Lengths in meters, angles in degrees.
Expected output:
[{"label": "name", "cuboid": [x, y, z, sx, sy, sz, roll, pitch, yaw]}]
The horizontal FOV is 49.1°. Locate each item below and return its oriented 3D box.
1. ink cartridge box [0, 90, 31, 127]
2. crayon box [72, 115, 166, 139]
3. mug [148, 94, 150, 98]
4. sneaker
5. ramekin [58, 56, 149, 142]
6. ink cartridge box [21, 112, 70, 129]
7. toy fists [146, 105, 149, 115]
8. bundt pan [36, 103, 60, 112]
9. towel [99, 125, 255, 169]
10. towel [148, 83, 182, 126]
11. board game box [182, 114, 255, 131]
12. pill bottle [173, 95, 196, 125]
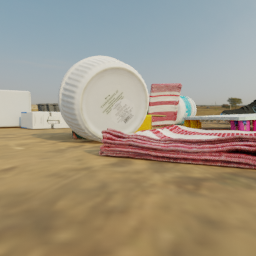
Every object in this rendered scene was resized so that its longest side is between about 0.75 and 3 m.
[{"label": "ink cartridge box", "cuboid": [-4.574, -0.608, 9.285, 2.000, 1.154, 2.737, -2, 3, -34]}, {"label": "crayon box", "cuboid": [-0.192, -0.052, 5.376, 1.670, 0.424, 1.060, -1, 3, -6]}, {"label": "mug", "cuboid": [0.740, -0.761, 13.363, 2.247, 1.499, 1.994, -8, -29, -43]}, {"label": "sneaker", "cuboid": [5.325, -0.736, 11.923, 2.847, 1.166, 1.042, -1, 3, -3]}, {"label": "ramekin", "cuboid": [-0.315, -0.408, 4.189, 1.326, 1.326, 0.696, -1, 12, -27]}, {"label": "ink cartridge box", "cuboid": [-2.456, -0.235, 8.380, 1.190, 0.502, 0.869, -3, 4, -42]}, {"label": "toy fists", "cuboid": [0.395, -0.563, 10.109, 2.054, 0.706, 1.047, 12, -7, -23]}, {"label": "bundt pan", "cuboid": [-2.510, -0.547, 11.296, 2.273, 0.853, 2.273, 0, 4, 0]}, {"label": "towel", "cuboid": [1.039, 0.125, 3.451, 1.779, 0.281, 2.469, 2, 3, 28]}, {"label": "towel", "cuboid": [1.202, -0.756, 9.369, 1.092, 1.516, 0.172, -4, 29, -17]}, {"label": "board game box", "cuboid": [3.294, -0.175, 7.224, 2.869, 0.371, 2.870, -3, 3, -14]}, {"label": "pill bottle", "cuboid": [2.041, -0.737, 11.455, 1.209, 1.209, 2.182, 2, 3, 31]}]
